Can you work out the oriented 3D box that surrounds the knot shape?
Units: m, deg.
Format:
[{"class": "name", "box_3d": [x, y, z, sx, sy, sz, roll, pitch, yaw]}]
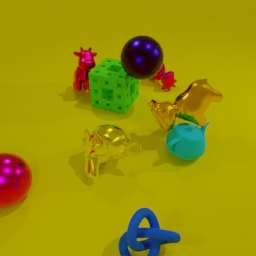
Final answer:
[{"class": "knot shape", "box_3d": [0.317, 1.969, 5.099, 1.173, 1.097, 0.542, -24, 26, -3]}]

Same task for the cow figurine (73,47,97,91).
[{"class": "cow figurine", "box_3d": [-1.511, -1.997, 9.551, 0.802, 1.437, 1.460, -3, 12, -20]}]

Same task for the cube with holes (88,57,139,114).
[{"class": "cube with holes", "box_3d": [-0.419, -1.420, 9.291, 1.236, 1.236, 1.236, 15, 41, 18]}]

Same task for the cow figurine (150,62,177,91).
[{"class": "cow figurine", "box_3d": [1.181, -1.958, 10.390, 0.718, 1.287, 1.307, -33, 10, -16]}]

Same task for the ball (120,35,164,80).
[{"class": "ball", "box_3d": [0.411, -2.050, 8.205, 1.273, 1.273, 1.273, 0, 39, 0]}]

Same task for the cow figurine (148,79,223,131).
[{"class": "cow figurine", "box_3d": [1.486, -0.653, 7.466, 1.680, 1.708, 0.937, 22, 19, -30]}]

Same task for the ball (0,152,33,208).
[{"class": "ball", "box_3d": [-2.737, 1.139, 6.175, 1.198, 1.198, 1.198, 0, 39, 0]}]

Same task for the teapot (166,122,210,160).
[{"class": "teapot", "box_3d": [1.618, 0.266, 7.473, 1.732, 0.848, 1.077, -21, 45, -39]}]

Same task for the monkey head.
[{"class": "monkey head", "box_3d": [-0.572, 0.578, 7.041, 1.129, 1.348, 1.874, 5, 2, -41]}]
